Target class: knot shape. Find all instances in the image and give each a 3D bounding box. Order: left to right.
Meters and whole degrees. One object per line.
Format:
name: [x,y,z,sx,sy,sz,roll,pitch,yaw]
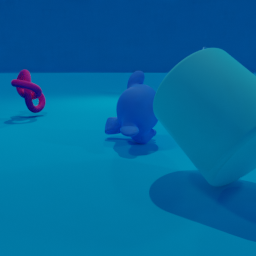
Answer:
knot shape: [-3.327,-1.280,9.321,0.702,1.519,1.421,-34,0,-13]

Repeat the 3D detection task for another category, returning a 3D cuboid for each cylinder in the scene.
cylinder: [1.285,-0.153,3.907,1.393,1.393,1.393,-8,49,-34]

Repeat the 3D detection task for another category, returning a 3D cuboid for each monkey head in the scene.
monkey head: [0.032,-0.333,6.231,1.390,1.165,1.933,-5,49,15]

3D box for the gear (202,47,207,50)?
gear: [2.478,-1.747,9.741,0.372,2.012,2.012,16,12,-1]
